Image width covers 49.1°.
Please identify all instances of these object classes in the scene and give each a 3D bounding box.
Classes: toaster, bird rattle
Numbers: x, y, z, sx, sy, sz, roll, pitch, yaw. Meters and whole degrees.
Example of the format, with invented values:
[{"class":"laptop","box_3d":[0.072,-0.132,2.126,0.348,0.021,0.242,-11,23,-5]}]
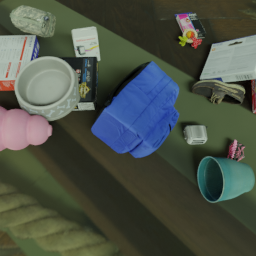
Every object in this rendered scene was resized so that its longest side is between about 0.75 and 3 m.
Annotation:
[{"class":"toaster","box_3d":[2.582,0.249,10.537,0.952,0.541,0.615,-1,61,-6]},{"class":"bird rattle","box_3d":[2.957,-4.287,13.249,1.071,0.603,0.873,7,86,13]}]

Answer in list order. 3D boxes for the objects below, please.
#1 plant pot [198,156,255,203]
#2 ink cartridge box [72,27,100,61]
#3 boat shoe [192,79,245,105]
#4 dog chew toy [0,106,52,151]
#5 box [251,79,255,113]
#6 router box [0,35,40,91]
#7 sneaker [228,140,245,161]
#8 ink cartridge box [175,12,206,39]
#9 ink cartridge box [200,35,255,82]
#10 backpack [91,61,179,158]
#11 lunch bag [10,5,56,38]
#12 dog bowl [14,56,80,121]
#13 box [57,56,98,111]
[{"class":"plant pot","box_3d":[3.270,1.640,9.206,1.376,1.465,1.465,0,56,-18]},{"class":"ink cartridge box","box_3d":[-1.849,-3.641,12.443,1.085,1.470,0.629,-12,58,-7]},{"class":"boat shoe","box_3d":[3.701,-1.414,11.440,2.158,0.804,0.791,7,58,6]},{"class":"dog chew toy","box_3d":[-4.168,0.052,10.057,2.769,1.724,1.724,2,57,-9]},{"class":"box","box_3d":[5.836,-1.813,11.431,1.165,1.216,2.440,10,59,6]},{"class":"router box","box_3d":[-5.443,-2.924,12.449,2.516,0.685,2.803,-1,58,-1]},{"class":"sneaker","box_3d":[3.942,1.017,10.129,0.589,0.488,1.235,24,61,2]},{"class":"ink cartridge box","box_3d":[3.120,-5.299,14.185,0.982,0.385,2.074,-9,56,-6]},{"class":"ink cartridge box","box_3d":[4.452,-2.887,11.901,2.314,0.471,2.318,-1,52,41]},{"class":"backpack","box_3d":[0.471,-0.633,10.071,2.511,2.432,2.993,40,61,-8]},{"class":"lunch bag","box_3d":[-3.093,-3.500,9.219,1.205,0.840,1.011,17,19,6]},{"class":"dog bowl","box_3d":[-3.120,-1.609,10.834,2.617,0.767,2.617,-1,69,4]},{"class":"box","box_3d":[-2.599,-1.904,11.855,2.590,0.648,2.609,0,57,-1]}]
